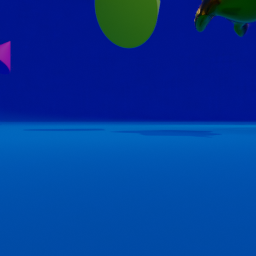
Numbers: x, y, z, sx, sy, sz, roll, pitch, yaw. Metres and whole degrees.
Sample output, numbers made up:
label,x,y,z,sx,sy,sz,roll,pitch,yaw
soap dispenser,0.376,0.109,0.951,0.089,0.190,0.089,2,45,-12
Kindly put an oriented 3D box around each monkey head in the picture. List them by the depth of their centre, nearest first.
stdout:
label,x,y,z,sx,sy,sz,roll,pitch,yaw
monkey head,1.587,-1.840,4.102,0.979,1.168,1.624,28,-10,12

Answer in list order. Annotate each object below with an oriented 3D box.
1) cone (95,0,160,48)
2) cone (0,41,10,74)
label,x,y,z,sx,sy,sz,roll,pitch,yaw
cone,0.370,-2.941,6.715,1.656,1.656,1.662,1,26,38
cone,-3.580,-2.149,7.992,0.871,0.875,0.871,17,-24,8
